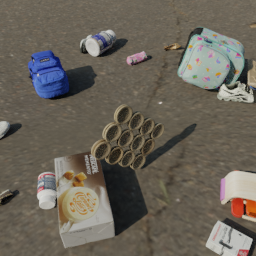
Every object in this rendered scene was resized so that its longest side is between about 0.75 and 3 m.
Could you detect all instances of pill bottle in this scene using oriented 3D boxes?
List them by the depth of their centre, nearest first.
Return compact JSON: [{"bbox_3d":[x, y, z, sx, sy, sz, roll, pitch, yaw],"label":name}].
[{"bbox_3d":[-2.557,1.992,8.912,0.625,0.625,1.045,-8,45,-7],"label":"pill bottle"},{"bbox_3d":[-1.421,-4.687,15.291,0.990,0.990,1.653,27,50,24],"label":"pill bottle"}]

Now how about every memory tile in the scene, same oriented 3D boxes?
[{"bbox_3d":[0.085,0.377,8.866,0.208,2.473,1.896,35,97,41],"label":"memory tile"}]

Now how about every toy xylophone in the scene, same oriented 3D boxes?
[{"bbox_3d":[4.216,2.261,8.601,2.730,0.686,1.999,16,47,16],"label":"toy xylophone"}]

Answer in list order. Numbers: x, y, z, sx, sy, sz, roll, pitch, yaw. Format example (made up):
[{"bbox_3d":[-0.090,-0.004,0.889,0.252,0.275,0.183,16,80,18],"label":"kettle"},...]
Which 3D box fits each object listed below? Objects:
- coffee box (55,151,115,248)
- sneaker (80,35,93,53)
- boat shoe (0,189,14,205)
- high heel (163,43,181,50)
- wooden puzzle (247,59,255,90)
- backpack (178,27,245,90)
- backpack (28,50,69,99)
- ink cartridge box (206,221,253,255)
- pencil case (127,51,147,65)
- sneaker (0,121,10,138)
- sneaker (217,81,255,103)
[{"bbox_3d":[-1.371,2.064,8.550,1.475,1.028,2.579,-9,46,-9],"label":"coffee box"},{"bbox_3d":[-2.178,-4.669,15.574,0.640,0.597,1.615,21,48,13],"label":"sneaker"},{"bbox_3d":[-4.035,2.291,8.860,0.249,0.301,0.838,29,46,30],"label":"boat shoe"},{"bbox_3d":[2.426,-4.441,15.487,0.893,0.319,0.636,10,37,33],"label":"high heel"},{"bbox_3d":[6.421,-2.013,12.665,2.314,0.578,2.499,23,42,1],"label":"wooden puzzle"},{"bbox_3d":[3.804,-2.953,12.584,2.689,2.363,2.061,17,40,-1],"label":"backpack"},{"bbox_3d":[-3.615,-2.360,12.546,1.614,1.667,1.986,-20,51,-10],"label":"backpack"},{"bbox_3d":[2.818,3.213,7.839,1.025,0.429,0.740,25,50,23],"label":"ink cartridge box"},{"bbox_3d":[0.460,-3.642,14.617,1.091,0.477,0.477,-24,50,-24],"label":"pencil case"},{"bbox_3d":[-5.434,0.089,10.614,1.820,0.907,0.681,-22,48,-23],"label":"sneaker"},{"bbox_3d":[5.034,-1.622,12.359,1.954,0.865,0.724,2,44,0],"label":"sneaker"}]
